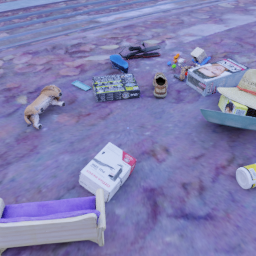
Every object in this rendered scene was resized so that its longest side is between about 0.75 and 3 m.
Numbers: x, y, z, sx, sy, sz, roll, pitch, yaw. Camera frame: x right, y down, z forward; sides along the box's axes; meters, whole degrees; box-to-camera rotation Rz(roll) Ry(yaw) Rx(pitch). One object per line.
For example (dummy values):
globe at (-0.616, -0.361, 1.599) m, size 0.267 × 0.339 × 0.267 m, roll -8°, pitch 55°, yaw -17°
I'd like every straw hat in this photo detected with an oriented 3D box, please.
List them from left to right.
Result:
straw hat at (4.918, -1.606, 10.756) m, size 2.878 × 1.218 × 2.878 m, roll 15°, pitch 21°, yaw -6°

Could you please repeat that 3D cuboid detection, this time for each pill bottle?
pill bottle at (3.851, 1.362, 8.242) m, size 1.153 × 0.641 × 0.641 m, roll -11°, pitch 40°, yaw -13°

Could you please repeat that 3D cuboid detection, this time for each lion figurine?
lion figurine at (-3.381, -0.894, 10.933) m, size 1.451 × 0.859 × 2.370 m, roll 15°, pitch 45°, yaw 36°

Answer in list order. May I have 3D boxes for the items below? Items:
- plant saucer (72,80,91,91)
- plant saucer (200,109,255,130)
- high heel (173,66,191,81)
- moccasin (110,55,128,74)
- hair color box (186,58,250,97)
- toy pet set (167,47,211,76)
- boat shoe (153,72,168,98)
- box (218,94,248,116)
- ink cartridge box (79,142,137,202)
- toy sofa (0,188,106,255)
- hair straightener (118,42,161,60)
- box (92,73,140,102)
plant saucer at (-2.133, -1.922, 12.808) m, size 1.004 × 0.095 × 0.351 m, roll 28°, pitch 46°, yaw 31°
plant saucer at (3.663, -0.281, 9.785) m, size 2.365 × 0.425 × 2.365 m, roll 9°, pitch 6°, yaw -1°
high heel at (2.790, -2.607, 13.397) m, size 1.038 × 0.371 × 0.740 m, roll -32°, pitch 40°, yaw -12°
moccasin at (-0.502, -3.179, 14.033) m, size 0.664 × 0.563 × 1.651 m, roll -20°, pitch 41°, yaw -12°
hair color box at (4.108, -2.375, 12.811) m, size 2.586 × 0.784 × 1.280 m, roll -20°, pitch 43°, yaw -22°
toy pet set at (3.192, -3.196, 14.081) m, size 1.631 × 0.928 × 1.747 m, roll -43°, pitch 42°, yaw 3°
boat shoe at (1.480, -2.059, 12.490) m, size 0.706 × 0.689 × 1.867 m, roll 1°, pitch 39°, yaw 1°
box at (3.911, -0.828, 10.601) m, size 0.469 × 0.704 × 1.871 m, roll 10°, pitch 24°, yaw -1°
ink cartridge box at (-0.578, 1.261, 8.200) m, size 1.058 × 0.597 × 1.441 m, roll 31°, pitch 48°, yaw 13°
toy sofa at (-1.911, 2.131, 6.741) m, size 2.724 × 1.329 × 1.128 m, roll -4°, pitch 39°, yaw -4°
hair straightener at (0.630, -4.233, 15.043) m, size 2.376 × 0.914 × 0.486 m, roll -7°, pitch 39°, yaw -9°
box at (-0.558, -1.812, 12.395) m, size 1.939 × 0.429 × 1.553 m, roll -7°, pitch 40°, yaw -9°
